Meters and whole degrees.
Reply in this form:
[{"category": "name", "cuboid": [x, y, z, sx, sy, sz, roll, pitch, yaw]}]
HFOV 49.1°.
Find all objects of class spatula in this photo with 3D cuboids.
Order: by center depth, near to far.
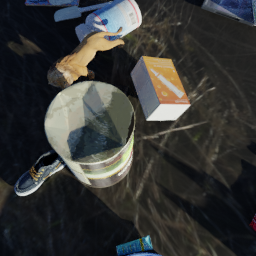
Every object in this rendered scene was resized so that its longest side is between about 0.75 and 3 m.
[{"category": "spatula", "cuboid": [-1.551, -4.704, 9.845, 2.576, 0.207, 1.791, -19, 68, -13]}]

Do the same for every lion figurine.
[{"category": "lion figurine", "cuboid": [-1.204, -2.081, 7.931, 0.878, 1.484, 2.424, 45, 107, 19]}]

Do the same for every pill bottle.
[{"category": "pill bottle", "cuboid": [-0.629, -3.296, 8.924, 1.968, 1.070, 1.070, -35, 72, -14]}]

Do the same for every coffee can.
[{"category": "coffee can", "cuboid": [-0.770, 0.300, 6.699, 1.826, 2.495, 1.826, 0, 68, 0]}]

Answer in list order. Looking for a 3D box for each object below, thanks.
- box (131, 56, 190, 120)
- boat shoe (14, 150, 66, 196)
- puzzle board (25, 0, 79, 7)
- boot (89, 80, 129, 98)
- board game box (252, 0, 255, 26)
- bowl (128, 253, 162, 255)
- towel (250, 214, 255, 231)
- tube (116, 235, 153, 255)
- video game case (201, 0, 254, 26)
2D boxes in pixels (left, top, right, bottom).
[{"category": "box", "cuboid": [0.880, -1.118, 7.946, 1.033, 0.809, 1.660, -2, 61, -29]}, {"category": "boat shoe", "cuboid": [-2.364, 1.127, 7.335, 1.562, 0.709, 0.553, -39, 73, -14]}, {"category": "puzzle board", "cuboid": [-2.658, -4.978, 10.093, 1.894, 0.165, 1.427, 2, 68, 0]}, {"category": "boot", "cuboid": [-0.657, -0.873, 8.338, 1.263, 0.415, 1.041, 14, 70, 1]}, {"category": "board game box", "cuboid": [4.882, -4.267, 9.584, 1.203, 0.330, 1.905, 8, 70, -8]}, {"category": "bowl", "cuboid": [0.395, 4.150, 6.236, 2.533, 0.497, 2.533, 0, 68, 0]}, {"category": "towel", "cuboid": [3.970, 2.245, 7.181, 1.119, 0.174, 1.547, 36, 72, 12]}, {"category": "tube", "cuboid": [0.153, 2.925, 6.905, 0.871, 0.219, 0.337, -11, 81, -9]}, {"category": "video game case", "cuboid": [3.666, -4.384, 9.821, 1.862, 0.177, 1.330, 23, 68, 9]}]
